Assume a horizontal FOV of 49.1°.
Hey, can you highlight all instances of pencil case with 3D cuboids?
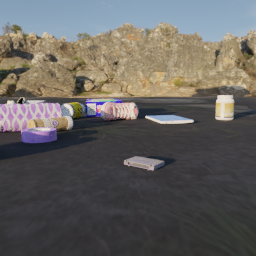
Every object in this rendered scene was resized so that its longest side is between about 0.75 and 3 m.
[{"bbox_3d":[-3.964,-0.416,11.143,2.685,1.127,1.148,-3,-15,-30],"label":"pencil case"}]

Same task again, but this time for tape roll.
[{"bbox_3d":[-2.871,0.218,9.068,1.081,0.355,1.081,0,8,0],"label":"tape roll"}]

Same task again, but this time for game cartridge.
[{"bbox_3d":[0.359,0.767,6.115,0.761,0.146,0.493,6,6,36],"label":"game cartridge"}]

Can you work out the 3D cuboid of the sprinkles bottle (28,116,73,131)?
[{"bbox_3d":[-2.919,-0.119,10.658,1.638,0.559,0.559,-9,12,-44],"label":"sprinkles bottle"}]

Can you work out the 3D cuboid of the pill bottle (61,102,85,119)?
[{"bbox_3d":[-2.957,-0.955,15.225,0.846,0.846,1.510,3,11,22],"label":"pill bottle"}]

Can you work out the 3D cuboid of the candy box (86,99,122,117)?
[{"bbox_3d":[-1.468,-1.277,17.084,2.131,0.971,2.521,-2,7,-7],"label":"candy box"}]

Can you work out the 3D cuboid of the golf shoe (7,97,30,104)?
[{"bbox_3d":[-4.598,-0.807,13.026,1.014,1.259,2.589,0,6,17],"label":"golf shoe"}]

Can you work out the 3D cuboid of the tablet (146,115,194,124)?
[{"bbox_3d":[2.012,-0.437,14.130,1.701,0.179,2.615,-2,8,-12],"label":"tablet"}]

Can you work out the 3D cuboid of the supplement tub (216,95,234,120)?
[{"bbox_3d":[5.098,-1.080,14.730,0.914,1.266,0.914,0,8,0],"label":"supplement tub"}]

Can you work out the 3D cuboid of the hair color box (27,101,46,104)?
[{"bbox_3d":[-5.924,-1.199,17.066,1.354,0.819,2.707,-1,8,-4],"label":"hair color box"}]

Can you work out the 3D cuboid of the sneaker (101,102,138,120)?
[{"bbox_3d":[-0.301,-0.905,14.583,1.316,0.947,2.517,-1,3,28],"label":"sneaker"}]
